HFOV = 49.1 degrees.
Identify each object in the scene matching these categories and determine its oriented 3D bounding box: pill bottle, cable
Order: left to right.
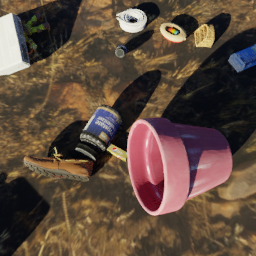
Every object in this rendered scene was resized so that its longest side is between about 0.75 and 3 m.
[{"bbox_3d":[-1.061,0.177,10.217,1.069,1.069,1.911,25,67,11],"label":"pill bottle"},{"bbox_3d":[-0.302,-3.286,12.042,0.457,0.457,0.818,6,25,3],"label":"pill bottle"},{"bbox_3d":[0.229,-5.019,13.114,1.275,0.442,1.275,-33,69,-16],"label":"cable"}]

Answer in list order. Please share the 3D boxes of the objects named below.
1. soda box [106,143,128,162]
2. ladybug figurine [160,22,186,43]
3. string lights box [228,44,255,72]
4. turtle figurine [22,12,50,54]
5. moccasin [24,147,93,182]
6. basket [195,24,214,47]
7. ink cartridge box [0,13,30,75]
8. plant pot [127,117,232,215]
[{"bbox_3d":[-0.377,0.898,10.298,0.835,0.283,0.267,28,67,12],"label":"soda box"},{"bbox_3d":[2.054,-4.285,12.729,1.310,0.471,0.889,38,70,17],"label":"ladybug figurine"},{"bbox_3d":[5.191,-3.044,12.149,1.426,0.420,0.733,-24,66,-11],"label":"string lights box"},{"bbox_3d":[-4.645,-4.491,12.672,1.889,0.754,2.342,-40,70,-17],"label":"turtle figurine"},{"bbox_3d":[-2.419,1.231,9.810,2.373,0.868,0.916,6,62,3],"label":"moccasin"},{"bbox_3d":[3.432,-4.184,12.563,0.716,0.686,0.961,4,64,1],"label":"basket"},{"bbox_3d":[-5.769,-3.321,12.002,2.848,0.812,2.314,-18,80,14],"label":"ink cartridge box"},{"bbox_3d":[1.681,1.067,8.980,2.623,2.930,2.930,-5,63,-20],"label":"plant pot"}]
